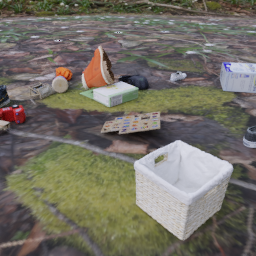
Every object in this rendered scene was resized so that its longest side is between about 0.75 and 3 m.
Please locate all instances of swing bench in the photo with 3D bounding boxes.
[{"bbox_3d":[-3.975,-1.702,12.741,0.777,0.504,0.773,13,30,23],"label":"swing bench"}]

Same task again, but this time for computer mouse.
[{"bbox_3d":[0.402,-2.450,14.170,1.332,0.507,1.924,-10,29,-20],"label":"computer mouse"}]

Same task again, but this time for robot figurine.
[{"bbox_3d":[-3.425,-2.900,14.922,0.767,0.622,1.066,-24,36,-37],"label":"robot figurine"}]

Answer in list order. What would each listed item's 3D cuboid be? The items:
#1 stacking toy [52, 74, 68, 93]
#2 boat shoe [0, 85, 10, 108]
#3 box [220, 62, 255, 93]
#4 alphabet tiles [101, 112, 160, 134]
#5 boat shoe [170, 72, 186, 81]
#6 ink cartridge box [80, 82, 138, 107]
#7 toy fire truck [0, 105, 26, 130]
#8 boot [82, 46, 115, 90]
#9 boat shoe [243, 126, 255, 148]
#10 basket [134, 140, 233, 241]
[{"bbox_3d":[-3.313,-2.296,13.715,0.749,0.749,1.756,-6,24,-11],"label":"stacking toy"},{"bbox_3d":[-5.493,-1.158,11.373,0.610,0.783,1.725,5,28,10],"label":"boat shoe"},{"bbox_3d":[5.614,-2.492,13.706,1.915,1.005,1.762,6,29,10],"label":"box"},{"bbox_3d":[0.112,-0.158,9.665,2.000,0.075,1.671,-8,20,9],"label":"alphabet tiles"},{"bbox_3d":[2.741,-2.817,14.993,0.442,0.401,1.202,23,35,37],"label":"boat shoe"},{"bbox_3d":[-0.903,-1.688,12.710,1.681,0.554,2.311,-23,37,-36],"label":"ink cartridge box"},{"bbox_3d":[-4.579,-0.192,9.810,2.091,0.510,1.475,-14,31,-26],"label":"toy fire truck"},{"bbox_3d":[-1.528,-2.823,13.056,1.490,1.043,2.780,-23,40,13],"label":"boot"},{"bbox_3d":[4.561,0.066,9.137,1.946,0.665,0.719,-11,29,-20],"label":"boat shoe"},{"bbox_3d":[1.174,1.282,6.151,1.547,1.255,1.561,-22,34,-36],"label":"basket"}]
